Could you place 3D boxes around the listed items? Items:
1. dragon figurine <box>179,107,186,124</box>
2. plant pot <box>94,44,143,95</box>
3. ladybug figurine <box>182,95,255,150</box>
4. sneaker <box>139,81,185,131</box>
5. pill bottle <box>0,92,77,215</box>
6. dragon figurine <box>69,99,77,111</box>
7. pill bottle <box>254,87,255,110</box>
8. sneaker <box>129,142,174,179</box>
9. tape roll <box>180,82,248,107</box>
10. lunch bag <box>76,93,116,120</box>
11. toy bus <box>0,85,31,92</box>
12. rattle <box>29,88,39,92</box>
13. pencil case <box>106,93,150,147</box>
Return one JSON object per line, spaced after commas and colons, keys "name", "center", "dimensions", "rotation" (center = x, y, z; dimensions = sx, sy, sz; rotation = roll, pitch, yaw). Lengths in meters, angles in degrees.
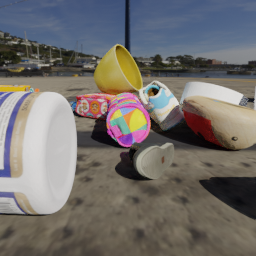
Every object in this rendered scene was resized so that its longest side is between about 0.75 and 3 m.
{"name": "dragon figurine", "center": [2.431, -0.335, 8.537], "dimensions": [2.145, 0.631, 1.066], "rotation": [2, 13, 16]}
{"name": "plant pot", "center": [-0.511, -2.063, 11.016], "dimensions": [1.388, 1.955, 1.955], "rotation": [-25, 2, 24]}
{"name": "ladybug figurine", "center": [2.208, -0.171, 6.765], "dimensions": [1.757, 0.931, 2.588], "rotation": [10, 13, -14]}
{"name": "sneaker", "center": [0.901, -0.943, 8.878], "dimensions": [1.100, 1.161, 2.874], "rotation": [-35, 20, 1]}
{"name": "pill bottle", "center": [-2.125, 0.291, 3.636], "dimensions": [2.655, 1.536, 1.536], "rotation": [1, 13, 4]}
{"name": "dragon figurine", "center": [-2.304, -0.979, 11.831], "dimensions": [0.274, 0.463, 0.932], "rotation": [8, 15, 33]}
{"name": "pill bottle", "center": [4.756, -0.534, 7.577], "dimensions": [2.489, 1.440, 1.440], "rotation": [5, 14, 22]}
{"name": "sneaker", "center": [0.247, 0.550, 4.993], "dimensions": [0.782, 0.551, 1.473], "rotation": [1, 2, 26]}
{"name": "tape roll", "center": [2.721, -0.815, 9.000], "dimensions": [2.027, 0.709, 2.027], "rotation": [17, 0, 0]}
{"name": "lunch bag", "center": [-0.716, -0.818, 10.422], "dimensions": [2.056, 0.842, 1.811], "rotation": [11, 13, 33]}
{"name": "toy bus", "center": [-6.295, -1.708, 14.188], "dimensions": [2.712, 0.883, 1.062], "rotation": [2, 14, 5]}
{"name": "rattle", "center": [-3.430, -0.946, 10.252], "dimensions": [0.688, 1.056, 0.755], "rotation": [27, -5, -21]}
{"name": "pencil case", "center": [-0.067, -0.298, 7.292], "dimensions": [1.104, 1.104, 2.498], "rotation": [-1, 11, -4]}
